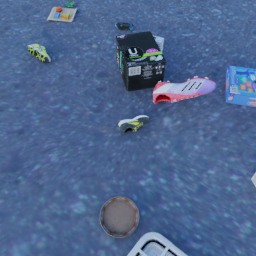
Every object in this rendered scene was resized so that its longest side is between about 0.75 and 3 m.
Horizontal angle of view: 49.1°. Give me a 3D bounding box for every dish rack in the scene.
[{"bbox_3d":[0.898,4.058,6.600,2.584,0.562,2.217,32,56,24],"label":"dish rack"}]

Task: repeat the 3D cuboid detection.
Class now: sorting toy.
[{"bbox_3d":[-3.559,-6.488,15.452,1.421,0.283,1.923,3,51,3],"label":"sorting toy"}]

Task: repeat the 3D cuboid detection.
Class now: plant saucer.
[{"bbox_3d":[-0.239,2.495,7.877,1.098,0.189,1.098,1,73,-3],"label":"plant saucer"}]

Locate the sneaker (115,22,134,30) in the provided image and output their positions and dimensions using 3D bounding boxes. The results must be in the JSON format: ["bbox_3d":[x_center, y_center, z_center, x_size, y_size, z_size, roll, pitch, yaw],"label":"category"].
[{"bbox_3d":[-0.176,-5.260,14.452,0.970,0.355,0.397,13,39,1],"label":"sneaker"}]

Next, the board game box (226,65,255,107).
[{"bbox_3d":[5.205,-1.622,11.277,2.387,0.537,1.816,10,51,8],"label":"board game box"}]

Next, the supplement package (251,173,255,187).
[{"bbox_3d":[4.493,1.645,8.585,0.994,0.551,0.775,-11,52,-10],"label":"supplement package"}]

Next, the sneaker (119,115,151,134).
[{"bbox_3d":[0.271,-0.091,10.153,1.176,0.438,0.498,-15,58,0],"label":"sneaker"}]

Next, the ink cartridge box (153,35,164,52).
[{"bbox_3d":[1.006,-3.800,12.873,1.158,0.855,0.496,19,53,14],"label":"ink cartridge box"}]

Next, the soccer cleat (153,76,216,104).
[{"bbox_3d":[2.063,-1.335,10.512,2.404,0.802,0.919,2,64,30],"label":"soccer cleat"}]

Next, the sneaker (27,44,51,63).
[{"bbox_3d":[-3.974,-3.489,12.806,0.581,0.574,1.521,-37,61,-26],"label":"sneaker"}]

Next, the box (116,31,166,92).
[{"bbox_3d":[0.465,-2.826,11.739,1.614,1.351,2.174,-10,51,-9],"label":"box"}]
